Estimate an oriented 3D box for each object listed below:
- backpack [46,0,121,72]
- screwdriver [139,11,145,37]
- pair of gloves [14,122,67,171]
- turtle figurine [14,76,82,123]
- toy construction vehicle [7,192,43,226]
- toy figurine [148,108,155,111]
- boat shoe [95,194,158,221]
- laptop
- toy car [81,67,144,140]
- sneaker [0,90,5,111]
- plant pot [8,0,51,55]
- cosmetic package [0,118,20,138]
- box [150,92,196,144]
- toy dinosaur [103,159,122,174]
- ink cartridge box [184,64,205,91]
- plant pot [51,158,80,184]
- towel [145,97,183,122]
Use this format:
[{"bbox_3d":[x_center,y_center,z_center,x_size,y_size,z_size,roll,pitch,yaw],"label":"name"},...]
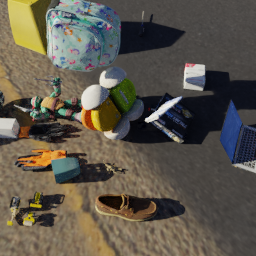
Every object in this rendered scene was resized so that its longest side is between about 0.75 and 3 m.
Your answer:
[{"bbox_3d":[-1.414,-2.963,9.139,2.392,2.124,1.801,4,53,-12],"label":"backpack"},{"bbox_3d":[0.790,-5.507,14.738,0.312,0.299,2.146,26,51,-19],"label":"screwdriver"},{"bbox_3d":[-3.135,0.623,10.211,1.851,0.257,2.077,-7,51,-3],"label":"pair of gloves"},{"bbox_3d":[-2.814,-0.966,10.737,2.581,1.299,1.932,11,67,0],"label":"turtle figurine"},{"bbox_3d":[-3.200,2.533,8.769,0.932,0.377,1.071,7,56,-9],"label":"toy construction vehicle"},{"bbox_3d":[1.174,-0.394,10.951,0.973,0.513,0.583,14,91,-13],"label":"toy figurine"},{"bbox_3d":[-0.059,2.404,8.620,1.957,0.661,0.704,5,54,4],"label":"boat shoe"},{"bbox_3d":[4.283,0.352,9.806,2.096,1.215,1.963,20,56,14],"label":"laptop"},{"bbox_3d":[-0.768,-0.888,10.485,1.859,2.169,2.479,0,44,46],"label":"toy car"},{"bbox_3d":[-5.976,-0.592,10.658,1.111,1.081,2.790,24,57,27],"label":"sneaker"},{"bbox_3d":[-4.105,-5.234,13.143,2.421,2.136,2.421,26,58,28],"label":"plant pot"},{"bbox_3d":[-4.730,0.000,10.420,1.205,0.648,0.511,2,53,3],"label":"cosmetic package"},{"bbox_3d":[1.691,-0.390,10.551,1.471,0.365,1.460,36,56,-5],"label":"box"},{"bbox_3d":[-0.594,1.397,9.700,0.750,0.218,0.379,23,41,7],"label":"toy dinosaur"},{"bbox_3d":[2.884,-2.216,12.157,0.843,0.484,1.161,8,54,6],"label":"ink cartridge box"},{"bbox_3d":[-2.081,1.380,9.451,0.872,0.617,0.616,-12,54,-17],"label":"plant pot"},{"bbox_3d":[0.943,-0.498,7.441,0.974,0.715,0.116,-38,97,-22],"label":"towel"}]
